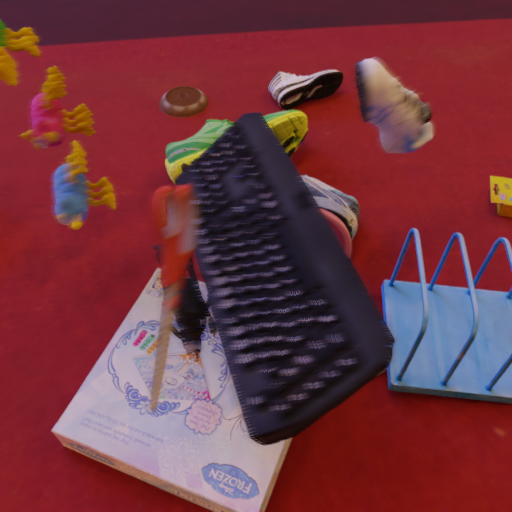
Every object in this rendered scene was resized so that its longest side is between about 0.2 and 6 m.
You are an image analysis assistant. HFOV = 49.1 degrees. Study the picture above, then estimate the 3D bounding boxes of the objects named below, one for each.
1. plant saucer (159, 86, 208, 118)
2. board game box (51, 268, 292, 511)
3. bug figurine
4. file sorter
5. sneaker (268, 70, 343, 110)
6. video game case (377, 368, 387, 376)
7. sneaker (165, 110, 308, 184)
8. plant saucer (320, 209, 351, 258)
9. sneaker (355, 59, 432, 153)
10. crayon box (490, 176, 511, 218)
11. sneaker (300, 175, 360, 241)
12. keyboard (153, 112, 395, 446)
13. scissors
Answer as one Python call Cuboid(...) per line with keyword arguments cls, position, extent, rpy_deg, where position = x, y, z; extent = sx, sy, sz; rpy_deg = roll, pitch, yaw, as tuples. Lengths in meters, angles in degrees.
Cuboid(cls="plant saucer", position=(-1.778, -3.822, 13.688), extent=(1.214, 0.222, 1.214), rpy_deg=(-1, 48, 1))
Cuboid(cls="board game box", position=(-0.821, 1.900, 8.324), extent=(3.057, 0.663, 3.042), rpy_deg=(18, 53, 14))
Cuboid(cls="bug figurine", position=(-3.578, -2.267, 8.524), extent=(0.991, 3.853, 2.988), rpy_deg=(-23, 49, 6))
Cuboid(cls="file sorter", position=(3.580, 0.860, 8.449), extent=(2.921, 1.792, 2.027), rpy_deg=(6, 48, 2))
Cuboid(cls="sneaker", position=(1.153, -4.352, 13.818), extent=(1.876, 0.708, 1.079), rpy_deg=(-23, 55, -16))
Cuboid(cls="video game case", position=(1.741, 1.513, 9.070), extent=(1.063, 0.126, 0.968), rpy_deg=(-23, 52, -18))
Cuboid(cls="sneaker", position=(-0.398, -2.506, 11.854), extent=(3.329, 1.233, 1.391), rpy_deg=(-22, 56, -18))
Cuboid(cls="plant saucer", position=(0.599, -0.145, 7.734), extent=(1.394, 1.394, 0.353), rpy_deg=(-1, 40, -1))
Cuboid(cls="sneaker", position=(2.089, -2.267, 8.427), extent=(0.910, 2.512, 0.903), rpy_deg=(-12, 75, 24))
Cuboid(cls="crayon box", position=(5.348, -1.132, 11.239), extent=(1.345, 0.342, 0.854), rpy_deg=(12, 50, 9))
Cuboid(cls="sneaker", position=(0.563, -1.072, 10.872), extent=(3.045, 1.182, 1.314), rpy_deg=(23, 39, 13))
Cuboid(cls="keyboard", position=(-0.399, -0.011, 6.820), extent=(2.516, 0.958, 4.834), rpy_deg=(-45, 39, 19))
Cuboid(cls="scissors", position=(-0.744, 0.328, 5.124), extent=(0.142, 0.747, 2.043), rpy_deg=(-2, 85, 16))
